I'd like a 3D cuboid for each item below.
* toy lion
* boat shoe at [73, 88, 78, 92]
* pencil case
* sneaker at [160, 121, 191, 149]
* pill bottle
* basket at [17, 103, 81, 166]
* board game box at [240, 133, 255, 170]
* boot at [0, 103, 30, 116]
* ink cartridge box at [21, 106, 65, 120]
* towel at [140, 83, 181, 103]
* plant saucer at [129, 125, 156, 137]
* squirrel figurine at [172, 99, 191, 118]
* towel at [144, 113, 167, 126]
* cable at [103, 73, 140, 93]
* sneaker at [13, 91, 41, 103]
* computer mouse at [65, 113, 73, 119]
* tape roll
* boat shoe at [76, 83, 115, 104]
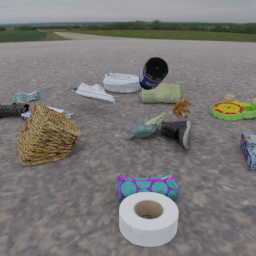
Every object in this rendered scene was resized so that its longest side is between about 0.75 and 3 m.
[{"bbox_3d":[4.710,-0.796,12.234,1.921,0.660,1.841,13,33,28],"label":"toy lion"},{"bbox_3d":[-2.504,-2.203,15.755,1.312,0.425,0.472,8,24,19],"label":"boat shoe"},{"bbox_3d":[0.441,1.411,6.626,1.433,0.662,0.610,-2,24,-3],"label":"pencil case"},{"bbox_3d":[1.605,0.237,9.581,1.053,0.741,1.982,0,12,12],"label":"sneaker"},{"bbox_3d":[0.634,-1.396,7.444,0.624,0.624,1.116,-4,-9,-9],"label":"pill bottle"},{"bbox_3d":[-2.582,0.359,9.205,1.497,1.563,2.098,26,7,-32],"label":"basket"},{"bbox_3d":[4.431,0.731,8.474,1.672,0.516,1.673,4,22,10],"label":"board game box"},{"bbox_3d":[-5.202,-0.738,11.820,1.774,0.706,2.038,-2,20,-2],"label":"boot"},{"bbox_3d":[-3.569,-0.551,11.898,1.287,0.282,1.300,14,28,30],"label":"ink cartridge box"},{"bbox_3d":[1.751,-1.882,14.858,2.143,0.527,2.888,3,21,5],"label":"towel"},{"bbox_3d":[0.518,0.144,9.841,0.982,0.189,0.982,-5,-21,-2],"label":"plant saucer"},{"bbox_3d":[2.121,-0.834,11.088,0.560,0.739,0.792,2,22,-36],"label":"squirrel figurine"},{"bbox_3d":[0.893,-0.168,10.372,0.982,0.242,1.324,-30,3,34],"label":"towel"},{"bbox_3d":[-0.353,-2.599,16.314,2.176,0.753,2.176,2,23,0],"label":"cable"},{"bbox_3d":[-5.194,-1.560,14.239,1.408,0.546,0.642,-13,12,-43],"label":"sneaker"},{"bbox_3d":[-2.545,-0.432,11.803,0.422,0.169,0.770,4,28,22],"label":"computer mouse"},{"bbox_3d":[0.421,1.861,5.832,1.237,0.433,1.237,1,23,0],"label":"tape roll"},{"bbox_3d":[-1.443,-1.623,12.594,2.179,0.712,0.802,18,-6,30],"label":"boat shoe"}]
